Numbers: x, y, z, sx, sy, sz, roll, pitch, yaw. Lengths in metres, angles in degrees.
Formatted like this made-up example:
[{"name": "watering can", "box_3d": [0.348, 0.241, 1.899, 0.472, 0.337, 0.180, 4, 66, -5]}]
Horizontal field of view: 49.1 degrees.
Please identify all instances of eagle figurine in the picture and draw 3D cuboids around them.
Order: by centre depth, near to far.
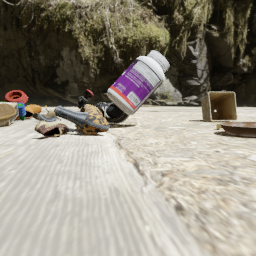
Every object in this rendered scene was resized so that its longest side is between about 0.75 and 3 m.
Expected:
[{"name": "eagle figurine", "box_3d": [-3.863, -0.620, 13.605, 1.262, 0.952, 0.957, -39, -17, -32]}]

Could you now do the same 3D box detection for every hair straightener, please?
[{"name": "hair straightener", "box_3d": [-1.498, -0.902, 9.081, 0.317, 0.595, 1.547, 42, -9, -16]}]

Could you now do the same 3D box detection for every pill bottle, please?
[{"name": "pill bottle", "box_3d": [0.419, -1.697, 10.373, 1.325, 2.357, 1.325, 42, -3, 3]}]

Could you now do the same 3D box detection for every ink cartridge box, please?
[{"name": "ink cartridge box", "box_3d": [-5.699, -0.621, 11.838, 1.708, 0.641, 1.407, 0, 19, -6]}]

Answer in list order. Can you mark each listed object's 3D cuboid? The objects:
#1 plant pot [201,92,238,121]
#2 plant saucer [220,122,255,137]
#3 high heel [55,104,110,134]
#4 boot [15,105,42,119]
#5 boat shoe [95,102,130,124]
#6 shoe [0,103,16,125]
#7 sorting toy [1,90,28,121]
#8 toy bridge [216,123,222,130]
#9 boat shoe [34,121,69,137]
[{"name": "plant pot", "box_3d": [4.312, -0.930, 13.651, 1.391, 1.393, 1.233, -1, -8, -13]}, {"name": "plant saucer", "box_3d": [3.788, 0.035, 8.235, 2.077, 0.333, 2.077, 1, 5, 0]}, {"name": "high heel", "box_3d": [-0.942, -0.164, 9.080, 1.771, 0.887, 2.484, 20, 7, 24]}, {"name": "boot", "box_3d": [-5.461, -0.892, 15.449, 1.977, 0.758, 1.535, -6, 7, -40]}, {"name": "boat shoe", "box_3d": [-0.972, -0.666, 12.124, 0.803, 0.983, 2.661, -5, 4, -40]}, {"name": "shoe", "box_3d": [-5.308, -0.298, 9.932, 0.769, 1.008, 2.883, -44, -13, 27]}, {"name": "sorting toy", "box_3d": [-5.652, -0.868, 13.656, 1.388, 0.948, 2.310, 15, 42, 9]}, {"name": "toy bridge", "box_3d": [3.819, -0.035, 9.523, 1.570, 0.214, 0.528, 2, 5, 17]}, {"name": "boat shoe", "box_3d": [-1.990, 0.093, 7.685, 0.435, 0.436, 1.208, 36, 10, 23]}]
